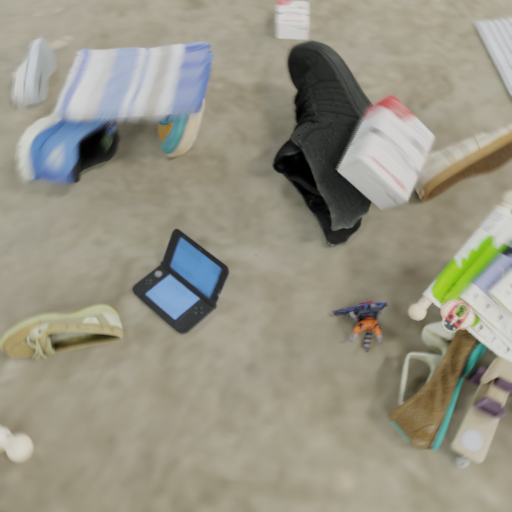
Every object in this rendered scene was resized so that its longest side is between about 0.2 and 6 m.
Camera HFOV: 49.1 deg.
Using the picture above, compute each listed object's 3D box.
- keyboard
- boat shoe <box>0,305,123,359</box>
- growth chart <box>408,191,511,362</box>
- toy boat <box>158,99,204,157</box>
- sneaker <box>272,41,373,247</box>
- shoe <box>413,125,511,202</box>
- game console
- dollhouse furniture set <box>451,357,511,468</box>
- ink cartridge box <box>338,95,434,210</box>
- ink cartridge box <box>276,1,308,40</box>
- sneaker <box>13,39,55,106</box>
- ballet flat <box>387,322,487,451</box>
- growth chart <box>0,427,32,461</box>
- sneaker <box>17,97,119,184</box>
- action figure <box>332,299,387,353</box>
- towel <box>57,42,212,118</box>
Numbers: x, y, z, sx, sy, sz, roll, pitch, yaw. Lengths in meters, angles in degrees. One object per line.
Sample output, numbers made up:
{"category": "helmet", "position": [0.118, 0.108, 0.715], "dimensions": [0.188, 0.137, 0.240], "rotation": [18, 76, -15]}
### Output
{"category": "keyboard", "position": [5.490, -3.844, 11.499], "dimensions": [1.024, 0.194, 3.637], "rotation": [-2, 53, -1]}
{"category": "boat shoe", "position": [-2.608, 1.100, 7.536], "dimensions": [1.569, 0.572, 0.494], "rotation": [-11, 49, -18]}
{"category": "growth chart", "position": [3.751, 0.635, 6.686], "dimensions": [3.122, 0.277, 2.259], "rotation": [33, 97, 5]}
{"category": "toy boat", "position": [-1.545, -2.497, 9.962], "dimensions": [0.740, 1.338, 1.591], "rotation": [7, 21, -31]}
{"category": "sneaker", "position": [1.031, -2.055, 9.462], "dimensions": [1.972, 1.136, 3.781], "rotation": [-25, 68, -19]}
{"category": "shoe", "position": [3.620, -1.731, 9.472], "dimensions": [2.471, 0.864, 0.660], "rotation": [-26, 62, -16]}
{"category": "game console", "position": [-1.103, 0.355, 8.010], "dimensions": [1.155, 0.684, 0.986], "rotation": [36, 60, 25]}
{"category": "dollhouse furniture set", "position": [3.181, 2.171, 6.464], "dimensions": [1.675, 1.328, 1.189], "rotation": [26, 73, 15]}
{"category": "ink cartridge box", "position": [1.974, -1.552, 8.479], "dimensions": [1.020, 0.576, 1.389], "rotation": [39, 63, -18]}
{"category": "ink cartridge box", "position": [0.798, -5.219, 12.405], "dimensions": [0.680, 0.396, 0.940], "rotation": [2, 53, 2]}
{"category": "sneaker", "position": [-4.448, -3.645, 11.038], "dimensions": [0.611, 0.630, 1.726], "rotation": [-11, 52, 12]}
{"category": "ballet flat", "position": [2.402, 1.396, 7.242], "dimensions": [0.834, 0.782, 2.306], "rotation": [27, 62, 25]}
{"category": "growth chart", "position": [-4.359, 3.481, 5.851], "dimensions": [3.229, 0.396, 4.461], "rotation": [14, 55, 9]}
{"category": "sneaker", "position": [-2.835, -2.175, 9.664], "dimensions": [1.258, 1.108, 2.821], "rotation": [18, 53, 3]}
{"category": "action figure", "position": [1.472, 0.934, 7.853], "dimensions": [0.785, 0.411, 0.760], "rotation": [-7, 41, 27]}
{"category": "towel", "position": [-1.903, -2.806, 8.885], "dimensions": [2.300, 0.274, 1.689], "rotation": [0, 53, 7]}
